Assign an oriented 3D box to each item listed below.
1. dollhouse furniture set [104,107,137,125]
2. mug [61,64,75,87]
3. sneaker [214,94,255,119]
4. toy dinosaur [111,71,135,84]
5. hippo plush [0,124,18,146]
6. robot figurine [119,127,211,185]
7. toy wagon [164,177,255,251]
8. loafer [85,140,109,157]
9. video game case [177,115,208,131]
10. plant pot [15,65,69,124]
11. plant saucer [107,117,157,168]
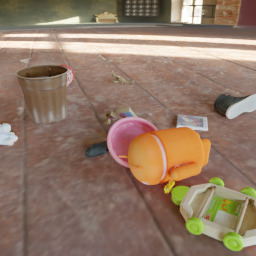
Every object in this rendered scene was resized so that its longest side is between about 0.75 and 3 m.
[{"bbox_3d":[-0.257,0.047,10.911,1.276,0.882,1.352,-11,52,29],"label":"dollhouse furniture set"},{"bbox_3d":[-3.838,-2.555,15.584,1.161,1.544,1.740,33,27,-15],"label":"mug"},{"bbox_3d":[4.974,-1.228,12.768,2.473,0.874,1.227,-19,37,-26],"label":"sneaker"},{"bbox_3d":[-0.559,-2.929,16.785,2.032,0.591,1.027,31,24,35],"label":"toy dinosaur"},{"bbox_3d":[-4.546,0.156,10.106,0.990,0.796,0.789,-4,27,-8],"label":"hippo plush"},{"bbox_3d":[1.088,0.767,7.988,2.566,1.496,1.846,-8,63,-24],"label":"robot figurine"},{"bbox_3d":[2.067,1.933,6.909,2.464,0.487,1.912,14,30,28],"label":"toy wagon"},{"bbox_3d":[-0.907,0.701,9.447,0.419,0.406,1.195,13,25,42],"label":"loafer"},{"bbox_3d":[2.663,-0.236,11.631,1.226,0.141,1.117,5,27,10],"label":"video game case"},{"bbox_3d":[-3.486,-1.399,11.804,2.097,2.076,2.097,1,27,0],"label":"plant pot"},{"bbox_3d":[0.204,0.509,9.027,1.808,0.458,1.808,5,60,-9],"label":"plant saucer"}]
